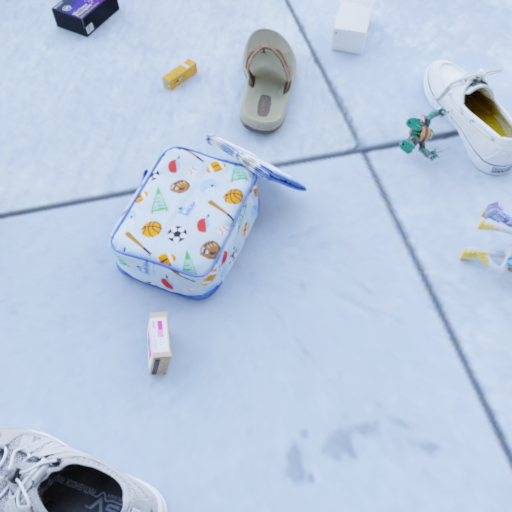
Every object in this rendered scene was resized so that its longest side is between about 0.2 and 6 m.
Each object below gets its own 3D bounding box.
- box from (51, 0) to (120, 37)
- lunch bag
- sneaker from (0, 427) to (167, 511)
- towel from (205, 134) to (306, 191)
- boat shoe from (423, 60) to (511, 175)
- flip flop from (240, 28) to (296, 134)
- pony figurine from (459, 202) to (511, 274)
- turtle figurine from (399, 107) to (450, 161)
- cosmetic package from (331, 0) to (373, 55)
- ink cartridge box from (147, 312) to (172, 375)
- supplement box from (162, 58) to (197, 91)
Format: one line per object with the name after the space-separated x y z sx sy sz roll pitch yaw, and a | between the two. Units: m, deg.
-3.705 -5.390 12.214 0.847 0.473 1.200 22 59 17 | box
-1.096 -0.604 8.764 1.923 0.907 2.400 17 59 13 | lunch bag
-2.481 2.525 6.460 2.951 1.210 1.103 10 57 7 | sneaker
-0.012 -1.522 9.249 1.569 1.152 0.187 37 105 32 | towel
3.915 -2.857 10.062 1.042 1.203 2.822 -10 57 -6 | boat shoe
0.193 -3.505 10.748 1.105 0.785 2.725 6 56 4 | flip flop
4.088 -0.216 8.491 1.484 1.236 1.433 26 92 12 | pony figurine
2.944 -2.113 9.769 0.608 0.905 1.209 8 16 41 | turtle figurine
2.032 -4.905 11.828 0.695 0.548 1.291 14 58 7 | cosmetic package
-1.344 1.207 7.711 0.262 0.575 0.698 0 55 -16 | ink cartridge box
-1.518 -3.611 11.145 0.262 0.254 0.762 34 62 21 | supplement box
